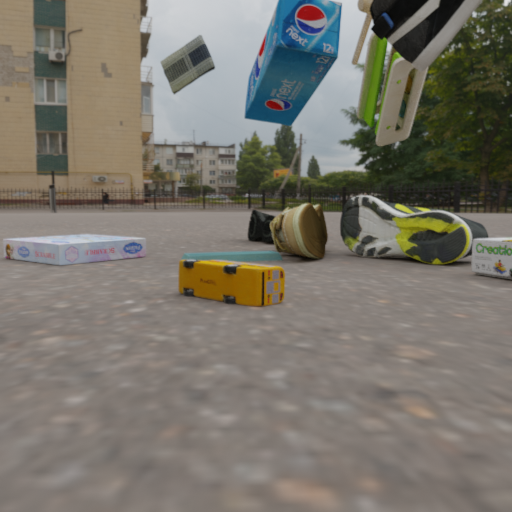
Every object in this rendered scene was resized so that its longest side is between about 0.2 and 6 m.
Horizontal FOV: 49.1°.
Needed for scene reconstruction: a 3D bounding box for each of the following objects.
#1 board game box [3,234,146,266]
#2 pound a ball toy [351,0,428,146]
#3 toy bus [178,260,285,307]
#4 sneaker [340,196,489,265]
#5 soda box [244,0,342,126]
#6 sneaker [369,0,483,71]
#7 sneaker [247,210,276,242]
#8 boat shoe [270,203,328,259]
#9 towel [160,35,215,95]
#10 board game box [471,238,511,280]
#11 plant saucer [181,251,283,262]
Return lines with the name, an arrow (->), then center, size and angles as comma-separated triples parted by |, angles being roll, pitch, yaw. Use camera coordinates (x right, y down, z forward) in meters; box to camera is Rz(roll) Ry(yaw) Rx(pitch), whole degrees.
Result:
board game box -> -3.081, -0.132, 9.560 | 1.702, 0.350, 1.698 | 5, 7, 39
pound a ball toy -> 2.513, -3.488, 10.442 | 1.009, 1.549, 2.376 | -18, -33, -11
toy bus -> -0.286, 0.246, 5.598 | 1.149, 0.374, 0.450 | 5, 8, 44
sneaker -> 2.599, -0.360, 9.555 | 1.188, 1.045, 2.807 | 3, 12, -36
soda box -> 0.677, -4.100, 12.216 | 1.245, 1.178, 3.672 | 7, -9, -10
sneaker -> 1.972, -3.074, 5.759 | 1.132, 2.023, 0.739 | 37, 18, -3
sneaker -> 0.420, -0.618, 13.410 | 0.936, 0.783, 2.063 | 8, 9, -23
boat shoe -> 0.720, -0.393, 9.970 | 0.892, 0.995, 2.688 | -13, 2, 13
towel -> -1.597, -4.430, 13.042 | 1.212, 1.167, 0.209 | -28, -28, 12
board game box -> 4.544, 0.025, 7.069 | 2.952, 0.511, 1.864 | -2, 5, -22
plant saucer -> -0.403, 0.015, 9.213 | 1.608, 0.153, 0.562 | -3, 6, -17
